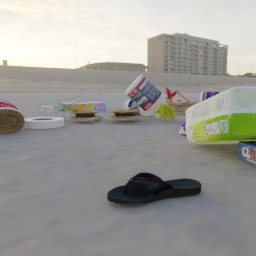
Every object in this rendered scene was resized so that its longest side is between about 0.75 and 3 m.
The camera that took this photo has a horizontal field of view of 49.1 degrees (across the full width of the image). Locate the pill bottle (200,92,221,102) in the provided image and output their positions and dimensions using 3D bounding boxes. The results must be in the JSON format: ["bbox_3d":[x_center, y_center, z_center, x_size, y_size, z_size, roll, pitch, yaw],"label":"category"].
[{"bbox_3d":[5.010,-1.711,16.391,1.477,0.830,0.830,4,9,24],"label":"pill bottle"}]

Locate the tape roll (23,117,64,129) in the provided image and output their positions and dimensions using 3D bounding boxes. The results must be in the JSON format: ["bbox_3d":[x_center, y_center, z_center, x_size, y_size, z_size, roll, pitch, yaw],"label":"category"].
[{"bbox_3d":[-2.450,-0.159,8.139,1.185,0.216,1.185,1,8,0],"label":"tape roll"}]

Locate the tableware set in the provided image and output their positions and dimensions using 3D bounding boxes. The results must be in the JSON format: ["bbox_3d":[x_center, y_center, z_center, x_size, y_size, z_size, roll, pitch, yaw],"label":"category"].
[{"bbox_3d":[-0.784,-0.533,9.310,2.411,0.483,1.593,-1,6,4],"label":"tableware set"}]

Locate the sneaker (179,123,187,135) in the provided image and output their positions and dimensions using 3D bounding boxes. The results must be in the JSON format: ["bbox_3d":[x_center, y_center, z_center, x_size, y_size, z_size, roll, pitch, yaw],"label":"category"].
[{"bbox_3d":[1.533,-0.018,6.839,0.315,0.325,0.780,8,9,37],"label":"sneaker"}]

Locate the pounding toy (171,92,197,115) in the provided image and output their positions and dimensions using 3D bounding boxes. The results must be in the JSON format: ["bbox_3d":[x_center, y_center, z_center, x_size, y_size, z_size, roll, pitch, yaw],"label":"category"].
[{"bbox_3d":[2.233,-1.092,11.666,1.004,1.007,1.755,-13,15,-41],"label":"pounding toy"}]

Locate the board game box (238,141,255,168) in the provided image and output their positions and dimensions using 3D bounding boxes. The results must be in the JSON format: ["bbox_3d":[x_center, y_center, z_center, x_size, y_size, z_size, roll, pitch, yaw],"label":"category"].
[{"bbox_3d":[2.438,0.470,3.574,1.249,0.319,1.844,-1,8,-6],"label":"board game box"}]

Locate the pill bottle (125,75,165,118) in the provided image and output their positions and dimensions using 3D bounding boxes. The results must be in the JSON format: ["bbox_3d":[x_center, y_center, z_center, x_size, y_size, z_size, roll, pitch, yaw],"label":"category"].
[{"bbox_3d":[0.724,-1.077,9.912,1.485,0.888,0.888,41,4,-9],"label":"pill bottle"}]

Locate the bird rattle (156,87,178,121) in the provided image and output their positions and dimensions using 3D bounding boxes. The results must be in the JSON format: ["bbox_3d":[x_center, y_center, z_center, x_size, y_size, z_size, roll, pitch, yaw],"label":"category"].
[{"bbox_3d":[1.244,-0.720,9.064,0.627,1.114,0.908,7,-32,6],"label":"bird rattle"}]

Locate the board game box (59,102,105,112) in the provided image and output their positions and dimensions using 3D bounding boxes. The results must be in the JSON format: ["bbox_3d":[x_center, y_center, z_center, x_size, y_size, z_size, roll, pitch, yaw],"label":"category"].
[{"bbox_3d":[-2.192,-1.029,13.406,1.798,0.363,1.375,-7,11,-38],"label":"board game box"}]

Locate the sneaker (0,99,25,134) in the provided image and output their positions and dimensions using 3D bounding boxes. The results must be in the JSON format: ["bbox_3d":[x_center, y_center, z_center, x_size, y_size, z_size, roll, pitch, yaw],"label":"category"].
[{"bbox_3d":[-3.847,-0.301,6.958,2.368,0.844,1.332,4,10,-23],"label":"sneaker"}]

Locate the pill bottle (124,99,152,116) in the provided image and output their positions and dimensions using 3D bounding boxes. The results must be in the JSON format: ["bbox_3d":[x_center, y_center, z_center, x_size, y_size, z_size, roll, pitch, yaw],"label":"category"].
[{"bbox_3d":[0.382,-0.838,11.120,0.668,0.668,1.204,-7,11,-38],"label":"pill bottle"}]

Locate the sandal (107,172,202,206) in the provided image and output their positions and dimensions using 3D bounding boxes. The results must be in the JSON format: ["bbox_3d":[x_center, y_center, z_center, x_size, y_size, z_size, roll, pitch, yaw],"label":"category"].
[{"bbox_3d":[0.280,0.596,2.979,1.074,0.257,0.404,-4,9,-23],"label":"sandal"}]

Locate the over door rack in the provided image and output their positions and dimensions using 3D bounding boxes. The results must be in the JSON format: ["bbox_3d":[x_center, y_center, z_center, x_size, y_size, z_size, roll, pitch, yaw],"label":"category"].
[{"bbox_3d":[-2.173,-0.839,10.422,2.139,0.712,1.580,-29,24,-31],"label":"over door rack"}]

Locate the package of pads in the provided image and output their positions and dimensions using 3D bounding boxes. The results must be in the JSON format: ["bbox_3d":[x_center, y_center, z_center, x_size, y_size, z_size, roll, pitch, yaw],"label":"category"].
[{"bbox_3d":[2.429,-0.174,5.007,2.409,0.822,1.861,-1,-6,-9],"label":"package of pads"}]
